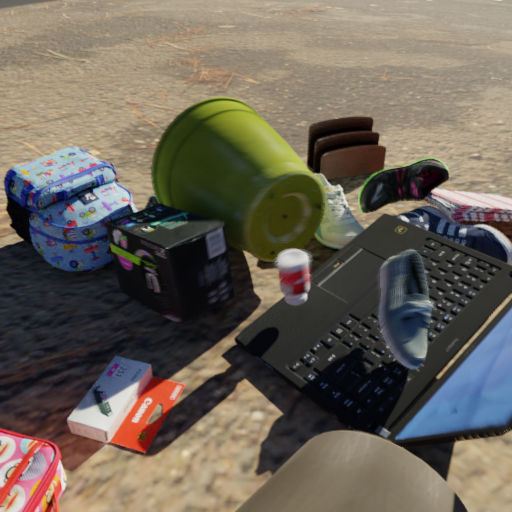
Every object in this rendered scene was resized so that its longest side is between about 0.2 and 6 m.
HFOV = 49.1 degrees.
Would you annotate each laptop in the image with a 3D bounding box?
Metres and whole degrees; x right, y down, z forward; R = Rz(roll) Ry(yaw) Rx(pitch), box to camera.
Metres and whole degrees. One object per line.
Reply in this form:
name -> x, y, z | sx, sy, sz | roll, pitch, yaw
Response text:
laptop -> 2.343, 0.400, 7.745 | 3.963, 2.309, 4.472 | -37, 46, -26

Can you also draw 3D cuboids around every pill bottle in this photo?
pill bottle -> 0.599, 0.356, 8.842 | 0.470, 0.837, 0.470 | -5, 37, 4

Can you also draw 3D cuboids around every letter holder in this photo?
letter holder -> 2.293, -2.752, 14.150 | 1.799, 1.279, 0.905 | -10, 35, -15

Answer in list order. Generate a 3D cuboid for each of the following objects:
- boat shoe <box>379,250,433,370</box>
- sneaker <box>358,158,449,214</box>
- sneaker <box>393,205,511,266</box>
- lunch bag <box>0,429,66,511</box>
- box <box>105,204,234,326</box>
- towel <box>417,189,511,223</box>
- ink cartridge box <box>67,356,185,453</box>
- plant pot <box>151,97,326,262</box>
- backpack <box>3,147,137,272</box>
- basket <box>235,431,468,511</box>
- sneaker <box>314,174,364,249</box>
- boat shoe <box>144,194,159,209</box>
boat shoe -> 2.202, 0.705, 8.090 | 0.688, 0.584, 1.890 | 23, 46, -20
sneaker -> 3.037, -1.463, 11.574 | 2.005, 0.769, 0.840 | -26, 22, 2
sneaker -> 3.514, -0.230, 10.686 | 1.357, 0.877, 2.501 | -13, 29, -27
lunch bag -> -3.015, 2.885, 6.219 | 1.636, 0.761, 1.857 | 11, 36, 8
box -> -1.465, 0.063, 9.433 | 1.176, 1.405, 1.891 | -26, 30, -36
towel -> 4.792, -1.004, 11.766 | 2.577, 0.386, 1.886 | 4, 17, -13
ink cartridge box -> -1.780, 2.040, 7.849 | 1.136, 0.285, 1.309 | 9, 35, 16
plant pot -> -0.158, -1.256, 10.635 | 2.756, 2.756, 2.653 | -21, 41, -28
backpack -> -3.446, -0.859, 11.002 | 2.246, 1.655, 2.460 | -28, 45, -34
basket -> 0.303, 3.210, 4.327 | 3.105, 2.342, 3.444 | 1, 24, 38
sneaker -> 1.556, -0.916, 11.713 | 0.875, 0.924, 2.287 | -12, 36, -19
boat shoe -> -2.092, -1.085, 12.008 | 0.618, 0.568, 1.728 | 18, 53, 25
